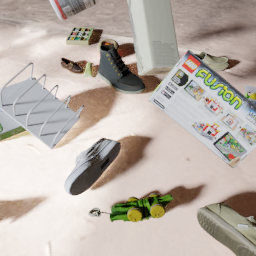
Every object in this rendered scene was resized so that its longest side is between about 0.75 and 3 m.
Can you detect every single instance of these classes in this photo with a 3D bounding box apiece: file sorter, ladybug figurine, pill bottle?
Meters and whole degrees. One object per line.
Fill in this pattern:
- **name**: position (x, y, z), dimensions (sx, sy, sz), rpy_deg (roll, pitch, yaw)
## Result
- **file sorter**: position (-2.812, -0.729, 9.241), dimensions (2.287, 1.424, 1.587), rpy_deg (40, 63, -6)
- **ladybug figurine**: position (-1.046, -4.170, 14.910), dimensions (1.164, 0.617, 1.715), rpy_deg (0, 40, 0)
- **pill bottle**: position (-1.914, -5.286, 10.910), dimensions (2.290, 1.327, 1.327), rpy_deg (-27, 44, 0)

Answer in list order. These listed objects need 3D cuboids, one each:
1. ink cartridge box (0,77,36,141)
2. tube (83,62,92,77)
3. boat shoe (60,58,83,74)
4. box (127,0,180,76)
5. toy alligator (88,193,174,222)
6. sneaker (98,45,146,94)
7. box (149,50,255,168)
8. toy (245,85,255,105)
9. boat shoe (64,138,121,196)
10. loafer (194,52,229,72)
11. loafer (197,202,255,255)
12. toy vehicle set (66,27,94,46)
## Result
- **ink cartridge box**: position (-4.326, -0.508, 9.847), dimensions (2.989, 0.886, 1.552), rpy_deg (-27, 83, -28)
- **tube**: position (-1.900, -2.772, 13.557), dimensions (0.321, 0.287, 1.107), rpy_deg (-29, 38, 26)
- **boat shoe**: position (-2.779, -3.049, 13.703), dimensions (1.404, 0.494, 0.494), rpy_deg (24, 45, 24)
- **box**: position (0.813, -3.210, 9.167), dimensions (1.159, 2.820, 0.964), rpy_deg (-6, -3, -26)
- **toy alligator**: position (0.115, 2.238, 7.466), dimensions (2.297, 0.552, 0.761), rpy_deg (-10, 14, 1)
- **sneaker**: position (-0.381, -2.593, 12.370), dimensions (2.819, 1.497, 1.054), rpy_deg (32, 50, 32)
- **box**: position (2.135, -0.452, 7.167), dimensions (2.881, 1.586, 0.500), rpy_deg (39, 18, -4)
- **toy**: position (5.958, -0.914, 11.075), dimensions (2.665, 0.629, 1.535), rpy_deg (13, 44, 11)
- **boat shoe**: position (-1.190, 1.101, 8.588), dimensions (0.822, 0.925, 2.515), rpy_deg (21, 33, 24)
- **loafer**: position (3.868, -3.309, 13.762), dimensions (2.315, 0.790, 0.876), rpy_deg (-2, 40, -2)
- **loafer**: position (2.871, 2.622, 6.622), dimensions (0.897, 0.994, 2.627), rpy_deg (-33, 49, -25)
- **toy vehicle set**: position (-2.830, -5.518, 16.768), dimensions (1.303, 0.278, 2.096), rpy_deg (2, 40, 3)
